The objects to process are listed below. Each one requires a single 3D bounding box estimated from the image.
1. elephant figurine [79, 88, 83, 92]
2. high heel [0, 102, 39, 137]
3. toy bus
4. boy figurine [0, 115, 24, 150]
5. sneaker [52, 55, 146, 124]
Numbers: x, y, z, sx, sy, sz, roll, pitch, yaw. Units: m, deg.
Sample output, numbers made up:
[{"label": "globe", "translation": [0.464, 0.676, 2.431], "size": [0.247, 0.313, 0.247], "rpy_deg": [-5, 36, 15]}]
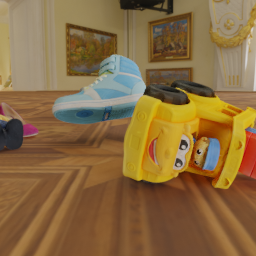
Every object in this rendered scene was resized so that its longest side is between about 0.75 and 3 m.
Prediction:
[{"label": "elephant figurine", "translation": [-1.363, -1.046, 12.877], "size": [1.922, 1.491, 1.360], "rpy_deg": [12, -31, 10]}, {"label": "high heel", "translation": [-3.311, -0.262, 8.382], "size": [1.917, 0.920, 0.646], "rpy_deg": [10, 14, 44]}, {"label": "toy bus", "translation": [1.302, 0.261, 4.475], "size": [2.166, 1.531, 2.256], "rpy_deg": [24, 23, 28]}, {"label": "boy figurine", "translation": [-3.801, -0.001, 7.144], "size": [2.603, 0.838, 1.618], "rpy_deg": [7, 10, 39]}, {"label": "sneaker", "translation": [-0.801, -1.155, 7.801], "size": [2.791, 1.822, 1.110], "rpy_deg": [-7, -19, -24]}]
